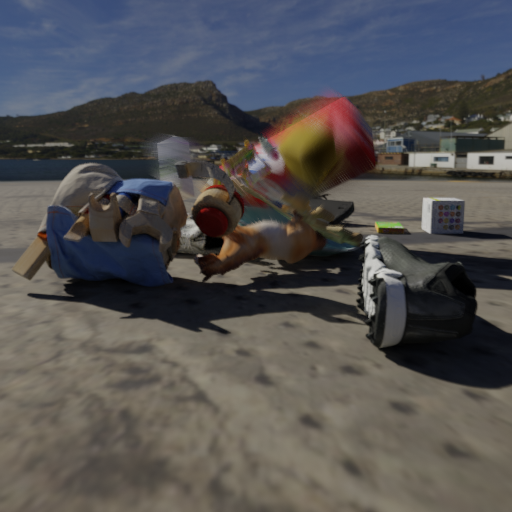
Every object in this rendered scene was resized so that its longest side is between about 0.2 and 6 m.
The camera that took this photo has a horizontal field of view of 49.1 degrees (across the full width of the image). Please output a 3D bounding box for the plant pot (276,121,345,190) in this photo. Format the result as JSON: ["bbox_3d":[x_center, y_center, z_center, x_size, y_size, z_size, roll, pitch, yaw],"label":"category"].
[{"bbox_3d":[0.961,-2.019,10.789,0.933,0.940,0.961,-47,44,-13],"label":"plant pot"}]

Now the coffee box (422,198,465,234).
[{"bbox_3d":[4.761,-1.030,14.279,0.836,0.844,0.846,0,10,2],"label":"coffee box"}]

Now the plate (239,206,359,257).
[{"bbox_3d":[0.757,-0.456,11.198,2.663,0.340,2.663,13,15,-4],"label":"plate"}]

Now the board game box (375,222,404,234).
[{"bbox_3d":[3.461,-0.747,14.614,0.643,0.202,1.345,2,13,9],"label":"board game box"}]

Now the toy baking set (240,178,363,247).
[{"bbox_3d":[0.898,-0.864,10.600,2.494,0.290,1.914,24,-10,44],"label":"toy baking set"}]

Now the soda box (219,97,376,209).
[{"bbox_3d":[0.703,-1.937,12.549,3.796,1.203,1.329,-25,40,30],"label":"soda box"}]

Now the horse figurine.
[{"bbox_3d":[0.140,-0.312,9.419,2.761,0.689,1.830,-1,26,-24],"label":"horse figurine"}]

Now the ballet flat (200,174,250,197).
[{"bbox_3d":[-0.669,-1.530,11.903,0.558,0.516,1.582,-15,15,-39],"label":"ballet flat"}]

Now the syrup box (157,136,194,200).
[{"bbox_3d":[-1.297,-1.396,9.026,0.377,0.958,0.390,-16,-17,30],"label":"syrup box"}]

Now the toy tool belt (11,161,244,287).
[{"bbox_3d":[-1.835,-0.229,8.151,3.068,1.916,1.886,1,39,17],"label":"toy tool belt"}]

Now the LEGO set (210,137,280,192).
[{"bbox_3d":[-0.314,-1.293,10.373,0.740,1.989,0.915,46,12,26],"label":"LEGO set"}]

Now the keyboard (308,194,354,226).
[{"bbox_3d":[1.452,-1.254,17.059,3.628,0.719,1.888,12,38,45],"label":"keyboard"}]

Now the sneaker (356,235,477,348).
[{"bbox_3d":[1.801,0.373,6.391,1.214,0.892,2.684,4,14,6],"label":"sneaker"}]

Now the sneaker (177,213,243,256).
[{"bbox_3d":[-1.318,-0.388,11.012,2.204,0.828,0.893,1,19,5],"label":"sneaker"}]
